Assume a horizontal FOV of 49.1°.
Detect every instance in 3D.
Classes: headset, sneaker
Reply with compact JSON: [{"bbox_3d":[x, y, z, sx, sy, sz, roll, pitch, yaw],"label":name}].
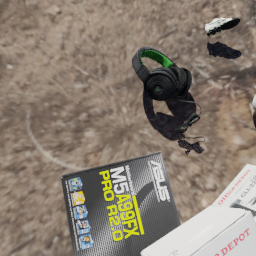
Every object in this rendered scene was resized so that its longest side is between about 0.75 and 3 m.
[{"bbox_3d":[0.915,-0.979,6.849,1.397,1.063,2.262,-18,66,-47],"label":"headset"},{"bbox_3d":[2.485,-2.791,7.421,0.901,0.334,0.399,-16,62,15],"label":"sneaker"}]

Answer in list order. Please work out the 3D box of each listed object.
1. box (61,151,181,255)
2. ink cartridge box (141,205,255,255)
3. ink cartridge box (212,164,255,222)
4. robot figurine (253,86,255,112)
[{"bbox_3d":[-0.038,2.192,6.083,2.330,0.644,2.909,-13,74,-1],"label":"box"},{"bbox_3d":[1.471,2.641,4.369,1.698,0.985,2.301,-23,90,-25],"label":"ink cartridge box"},{"bbox_3d":[2.844,1.613,5.559,1.403,1.945,0.814,-44,106,-13],"label":"ink cartridge box"},{"bbox_3d":[3.715,-0.366,6.736,1.477,0.983,1.741,-14,69,-43],"label":"robot figurine"}]
